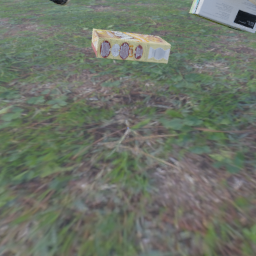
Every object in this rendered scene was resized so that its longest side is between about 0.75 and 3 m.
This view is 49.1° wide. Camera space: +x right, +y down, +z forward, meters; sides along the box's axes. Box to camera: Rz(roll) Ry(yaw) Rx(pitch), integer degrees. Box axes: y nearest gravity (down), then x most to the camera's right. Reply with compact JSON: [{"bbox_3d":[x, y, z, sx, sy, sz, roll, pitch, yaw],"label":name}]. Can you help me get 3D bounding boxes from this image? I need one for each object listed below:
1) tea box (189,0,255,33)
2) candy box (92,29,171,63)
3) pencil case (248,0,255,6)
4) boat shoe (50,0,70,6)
[{"bbox_3d":[2.865,-3.597,8.113,1.704,1.139,1.677,17,22,-5],"label":"tea box"},{"bbox_3d":[0.061,-2.620,8.953,2.292,0.634,1.323,2,29,-16],"label":"candy box"},{"bbox_3d":[2.886,-3.140,6.095,0.906,1.042,2.329,-12,49,-10],"label":"pencil case"},{"bbox_3d":[-2.128,-3.739,6.587,1.924,0.699,0.603,51,30,-2],"label":"boat shoe"}]
